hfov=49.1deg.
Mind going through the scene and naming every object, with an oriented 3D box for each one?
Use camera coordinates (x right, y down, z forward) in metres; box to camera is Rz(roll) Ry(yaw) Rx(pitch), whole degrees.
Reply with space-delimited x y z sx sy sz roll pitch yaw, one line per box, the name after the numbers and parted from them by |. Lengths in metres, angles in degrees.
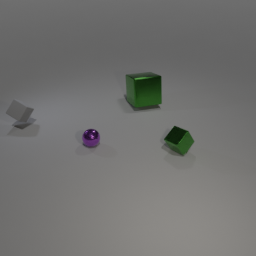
0.764 -1.924 13.870 1.400 1.400 1.400 -9 21 -15 | cube
1.897 0.463 10.370 0.700 0.700 0.700 25 71 46 | cube
-4.580 -0.725 11.897 0.700 0.700 0.700 31 0 6 | cube
-1.422 0.373 10.825 0.700 0.700 0.700 0 30 0 | ball
